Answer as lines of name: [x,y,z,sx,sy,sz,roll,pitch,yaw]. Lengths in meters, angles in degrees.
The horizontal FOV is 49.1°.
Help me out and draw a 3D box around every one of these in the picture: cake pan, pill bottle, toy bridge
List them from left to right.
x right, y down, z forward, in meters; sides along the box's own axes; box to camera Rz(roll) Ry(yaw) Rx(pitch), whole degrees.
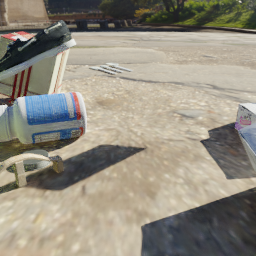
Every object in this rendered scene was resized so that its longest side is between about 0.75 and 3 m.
toy bridge: [-2.226,0.885,5.705,1.875,0.630,0.255,-17,29,-36]
cake pan: [-2.243,0.739,6.651,0.835,0.153,0.835,0,23,0]
pill bottle: [-2.346,-0.258,7.562,2.261,1.269,1.269,-8,24,-20]

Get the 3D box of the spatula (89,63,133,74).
spatula: [-0.971,-3.596,16.814,1.735,0.200,2.495,-16,28,-35]

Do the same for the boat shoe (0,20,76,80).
boat shoe: [-2.903,-2.176,7.983,2.808,0.847,1.062,-31,17,-18]

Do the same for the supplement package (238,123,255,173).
supplement package: [3.166,0.693,4.189,1.989,1.416,2.554,-25,19,15]

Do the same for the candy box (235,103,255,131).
candy box: [4.457,-0.026,7.567,2.338,0.836,1.961,-1,23,-5]

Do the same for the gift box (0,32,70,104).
gift box: [-3.449,-2.024,10.525,2.512,2.346,2.318,21,22,-2]
